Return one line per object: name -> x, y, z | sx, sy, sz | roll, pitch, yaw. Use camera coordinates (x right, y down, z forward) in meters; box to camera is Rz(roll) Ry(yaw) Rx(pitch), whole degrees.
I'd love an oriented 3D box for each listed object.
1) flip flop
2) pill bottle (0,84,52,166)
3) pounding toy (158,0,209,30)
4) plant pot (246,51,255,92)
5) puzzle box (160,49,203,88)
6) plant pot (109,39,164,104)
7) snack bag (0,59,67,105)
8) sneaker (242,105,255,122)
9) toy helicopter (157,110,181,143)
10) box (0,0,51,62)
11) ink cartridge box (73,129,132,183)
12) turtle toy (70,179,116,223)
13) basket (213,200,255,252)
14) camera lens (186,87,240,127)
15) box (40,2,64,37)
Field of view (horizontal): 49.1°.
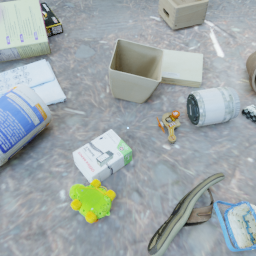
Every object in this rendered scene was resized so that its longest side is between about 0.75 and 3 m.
flip flop -> 1.669, 2.310, 7.365 | 0.837, 1.179, 2.907 | 41, 63, 12
pill bottle -> -3.994, 0.116, 8.701 | 1.671, 1.671, 2.981 | 30, 57, 22
pounding toy -> 3.015, -6.278, 14.051 | 2.829, 1.294, 2.485 | -17, 53, -13
plant pot -> 5.325, -2.282, 10.804 | 1.768, 1.768, 1.542 | -4, 34, -3
puzzle box -> 1.697, -2.583, 11.701 | 2.769, 0.352, 1.843 | 9, 52, 7
plant pot -> 0.221, -1.936, 10.304 | 1.779, 1.575, 1.777 | 13, 52, -3
snack bag -> -3.944, -1.570, 10.925 | 2.430, 0.276, 2.578 | -21, 55, -16
sneaker -> 4.772, -0.370, 9.824 | 0.625, 0.523, 1.413 | -32, 59, -20
toy helicopter -> 1.407, -0.031, 9.608 | 0.808, 0.482, 1.222 | -2, 54, 1
box -> -4.702, -4.150, 11.938 | 2.362, 1.142, 2.077 | -13, 81, -11
ink cartridge box -> -0.783, 0.904, 8.731 | 1.510, 0.634, 1.098 | -32, 58, -23
turtle toy -> -1.056, 2.008, 7.790 | 1.443, 0.729, 1.052 | 32, 58, 24
basket -> 2.899, 2.511, 7.131 | 1.411, 0.982, 1.244 | 17, 45, -27
camera lens -> 2.873, -0.745, 9.670 | 1.530, 1.224, 1.224 | -10, 52, -8
box -> -4.460, -5.182, 13.657 | 1.860, 0.575, 2.329 | -24, 55, -16
